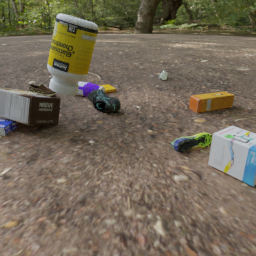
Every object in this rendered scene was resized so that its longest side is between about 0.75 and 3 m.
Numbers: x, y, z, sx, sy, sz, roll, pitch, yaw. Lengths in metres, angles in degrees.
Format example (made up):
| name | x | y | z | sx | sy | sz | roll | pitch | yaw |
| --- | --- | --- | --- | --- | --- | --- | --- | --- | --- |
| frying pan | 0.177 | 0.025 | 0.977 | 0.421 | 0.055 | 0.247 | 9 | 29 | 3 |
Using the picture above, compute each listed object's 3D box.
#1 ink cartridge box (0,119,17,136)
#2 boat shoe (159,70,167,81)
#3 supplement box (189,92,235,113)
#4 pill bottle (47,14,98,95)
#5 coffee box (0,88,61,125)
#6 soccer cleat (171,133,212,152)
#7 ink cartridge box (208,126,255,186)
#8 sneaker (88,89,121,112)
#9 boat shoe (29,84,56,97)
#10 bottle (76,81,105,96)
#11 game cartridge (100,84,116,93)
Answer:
| name | x | y | z | sx | sy | sz | roll | pitch | yaw |
| --- | --- | --- | --- | --- | --- | --- | --- | --- | --- |
| ink cartridge box | -5.440 | -0.083 | 11.218 | 1.682 | 0.372 | 0.791 | 6 | 25 | 11 |
| boat shoe | 2.336 | -3.477 | 19.000 | 0.436 | 0.514 | 1.412 | -37 | 14 | 31 |
| supplement box | 4.048 | -1.270 | 13.511 | 2.135 | 0.734 | 0.710 | -11 | 27 | -20 |
| pill bottle | -2.309 | -2.897 | 11.297 | 1.652 | 2.950 | 1.652 | 15 | 20 | -6 |
| coffee box | -4.431 | -0.946 | 11.751 | 2.827 | 1.127 | 1.617 | 14 | 10 | 28 |
| soccer cleat | 2.259 | 0.447 | 9.857 | 1.673 | 0.541 | 0.700 | -11 | 15 | -28 |
| ink cartridge box | 3.398 | 0.773 | 8.360 | 1.114 | 1.109 | 1.518 | -17 | 29 | -36 |
| sneaker | -1.336 | -1.310 | 13.459 | 0.868 | 0.826 | 2.191 | -23 | 32 | -38 |
| boat shoe | -4.779 | -2.127 | 15.521 | 1.686 | 0.624 | 0.623 | 7 | 25 | 15 |
| bottle | -2.307 | -2.143 | 15.457 | 2.145 | 0.700 | 0.896 | 10 | 27 | 22 |
| game cartridge | -1.487 | -2.259 | 16.392 | 1.261 | 0.205 | 1.112 | -14 | 28 | -24 |
